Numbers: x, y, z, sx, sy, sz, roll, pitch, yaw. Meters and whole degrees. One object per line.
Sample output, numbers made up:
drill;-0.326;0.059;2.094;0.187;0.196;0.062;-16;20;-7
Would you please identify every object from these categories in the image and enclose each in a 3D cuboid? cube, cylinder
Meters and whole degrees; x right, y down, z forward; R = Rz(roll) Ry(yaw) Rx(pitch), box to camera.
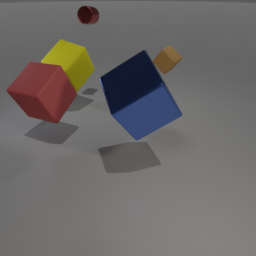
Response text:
cube;0.320;-0.804;7.182;1.400;1.400;1.400;-30;50;12
cube;-2.536;-2.672;12.028;1.400;1.400;1.400;24;69;24
cube;1.524;-2.638;10.845;0.700;0.700;0.700;48;45;3
cube;-2.847;-1.206;9.465;1.400;1.400;1.400;12;59;26
cylinder;-1.636;-4.662;11.590;0.700;0.700;0.700;9;22;16
